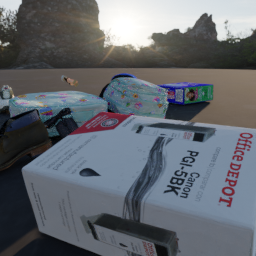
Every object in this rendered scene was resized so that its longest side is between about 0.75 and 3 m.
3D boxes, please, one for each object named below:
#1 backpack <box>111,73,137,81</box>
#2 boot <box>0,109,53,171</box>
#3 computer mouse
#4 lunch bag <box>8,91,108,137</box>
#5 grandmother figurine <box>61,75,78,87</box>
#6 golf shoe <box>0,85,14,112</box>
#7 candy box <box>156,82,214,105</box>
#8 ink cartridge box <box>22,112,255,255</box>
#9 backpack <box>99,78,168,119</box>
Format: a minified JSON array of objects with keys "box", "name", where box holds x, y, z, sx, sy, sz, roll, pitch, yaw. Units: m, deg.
[{"box":[-0.187,-1.691,12.808,1.306,1.607,1.349,1,15,8],"name":"backpack"},{"box":[-2.772,0.302,6.181,0.812,1.054,2.174,3,18,43],"name":"boot"},{"box":[-1.530,0.080,7.071,0.842,1.217,0.321,-36,-12,-15],"name":"computer mouse"},{"box":[-2.252,-0.428,8.989,2.988,1.152,2.397,-8,20,-28],"name":"lunch bag"},{"box":[-2.286,-1.841,10.877,0.854,0.518,0.259,28,63,33],"name":"grandmother figurine"},{"box":[-5.489,-1.279,12.520,0.887,1.013,2.299,-6,18,-26],"name":"golf shoe"},{"box":[2.964,-1.871,14.803,2.415,0.930,2.042,-13,18,-37],"name":"candy box"},{"box":[0.352,0.747,3.899,2.768,1.147,2.032,7,29,26],"name":"ink cartridge box"},{"box":[0.253,-0.892,9.807,2.167,1.644,2.597,-4,19,-25],"name":"backpack"}]
